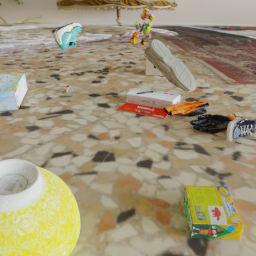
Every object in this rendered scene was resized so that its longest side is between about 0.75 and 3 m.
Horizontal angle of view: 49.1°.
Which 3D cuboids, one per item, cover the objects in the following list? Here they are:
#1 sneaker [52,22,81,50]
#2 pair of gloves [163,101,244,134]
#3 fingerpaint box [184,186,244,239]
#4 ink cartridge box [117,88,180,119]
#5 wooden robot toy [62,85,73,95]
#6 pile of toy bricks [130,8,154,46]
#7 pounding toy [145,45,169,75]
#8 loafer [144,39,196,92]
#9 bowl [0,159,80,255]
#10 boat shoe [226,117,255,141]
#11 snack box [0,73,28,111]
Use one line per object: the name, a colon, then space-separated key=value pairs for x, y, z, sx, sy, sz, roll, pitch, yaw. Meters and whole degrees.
sneaker: x=-1.958 y=-2.999 z=9.149 sx=0.675 sy=0.694 sz=1.743 roll=-11 pitch=26 yaw=18
pair of gloves: x=2.859 y=-0.484 z=10.823 sx=2.230 sy=0.309 sz=2.503 roll=-13 pitch=32 yaw=-28
fingerpaint box: x=1.772 y=1.778 z=6.004 sx=0.988 sy=0.434 sz=1.184 roll=0 pitch=27 yaw=2
ink cartridge box: x=0.886 y=-1.115 z=11.916 sx=2.201 sy=0.479 sz=1.910 roll=12 pitch=27 yaw=23
wooden robot toy: x=-3.002 y=-1.854 z=13.578 sx=0.414 sy=0.402 sz=0.913 roll=-8 pitch=25 yaw=8
pile of toy bricks: x=0.702 y=-3.986 z=11.366 sx=0.823 sy=1.483 sz=0.732 roll=14 pitch=28 yaw=-26
pounding toy: x=1.684 y=-4.118 z=16.559 sx=1.266 sy=1.781 sz=1.639 roll=2 pitch=26 yaw=3
loafer: x=1.016 y=-1.446 z=6.821 sx=0.553 sy=1.537 sz=0.483 roll=-45 pitch=5 yaw=-38
bowl: x=-2.170 y=1.429 z=5.263 sx=2.563 sy=1.379 sz=2.563 roll=6 pitch=31 yaw=-4
boat shoe: x=3.838 y=0.027 z=9.392 sx=0.735 sy=0.592 sz=1.584 roll=8 pitch=25 yaw=32
snack box: x=-5.861 y=-1.593 z=12.335 sx=2.336 sy=0.938 sz=2.770 roll=-5 pitch=27 yaw=-8
